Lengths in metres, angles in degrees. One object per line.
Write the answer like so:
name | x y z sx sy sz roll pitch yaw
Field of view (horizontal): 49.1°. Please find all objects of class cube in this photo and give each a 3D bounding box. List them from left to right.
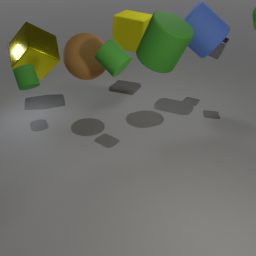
cube | -3.781 -3.068 11.314 1.400 1.400 1.400 15 51 -47
cube | 0.213 -4.377 12.651 1.400 1.400 1.400 17 36 16
cube | 3.476 -3.279 11.142 0.700 0.700 0.700 30 43 13

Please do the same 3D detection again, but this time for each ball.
ball | -1.279 -2.179 8.573 1.400 1.400 1.400 0 29 0

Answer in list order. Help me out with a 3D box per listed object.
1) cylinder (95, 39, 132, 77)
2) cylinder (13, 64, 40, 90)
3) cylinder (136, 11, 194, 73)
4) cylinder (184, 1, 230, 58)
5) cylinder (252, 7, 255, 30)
cylinder | -0.381 -1.831 7.344 0.700 0.700 0.700 46 40 2
cylinder | -3.418 -1.702 9.442 0.700 0.700 0.700 -17 3 1
cylinder | 1.146 -2.722 8.930 1.400 1.400 1.400 14 46 -15
cylinder | 2.608 -3.467 9.944 1.400 1.400 1.400 39 30 -9
cylinder | 4.232 -3.401 8.619 0.700 0.700 0.700 7 48 12
